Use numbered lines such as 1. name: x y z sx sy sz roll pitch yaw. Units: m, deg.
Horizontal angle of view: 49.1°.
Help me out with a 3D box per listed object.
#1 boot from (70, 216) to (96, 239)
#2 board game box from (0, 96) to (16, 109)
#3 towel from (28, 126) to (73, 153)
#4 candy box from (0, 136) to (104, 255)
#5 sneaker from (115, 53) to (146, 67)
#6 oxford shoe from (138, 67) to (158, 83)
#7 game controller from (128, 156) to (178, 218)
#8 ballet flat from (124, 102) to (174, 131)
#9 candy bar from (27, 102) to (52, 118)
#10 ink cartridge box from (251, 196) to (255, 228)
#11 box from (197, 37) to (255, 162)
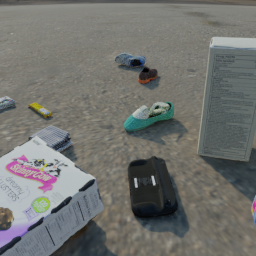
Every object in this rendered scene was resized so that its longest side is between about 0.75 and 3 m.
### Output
1. boot: -1.037 1.754 5.486 0.610 0.301 0.785 10 45 36
2. board game box: -4.755 -0.868 10.260 0.640 0.175 1.014 25 38 37
3. towel: -2.172 0.330 7.873 0.988 0.423 0.818 19 35 31
4. candy box: -2.059 1.431 5.030 2.086 0.889 2.486 25 47 38
5. sneaker: 0.100 -3.488 14.523 1.638 0.631 0.698 4 34 8
6. oxford shoe: 0.977 -2.529 12.839 0.544 0.554 1.529 14 32 24
7. game controller: 0.503 1.272 6.359 0.964 0.389 1.848 -14 29 4
8. ballet flat: 0.688 -0.474 9.030 1.937 0.682 0.652 -17 39 -27
9. candy bar: -3.137 -0.666 9.928 0.343 0.153 1.377 -25 38 -36
10. ink cartridge box: 2.862 1.862 5.077 0.904 0.506 1.325 5 32 10
11. box: 2.619 -0.715 7.156 1.392 2.933 1.140 8 30 14
